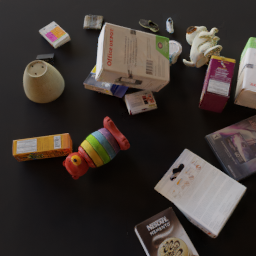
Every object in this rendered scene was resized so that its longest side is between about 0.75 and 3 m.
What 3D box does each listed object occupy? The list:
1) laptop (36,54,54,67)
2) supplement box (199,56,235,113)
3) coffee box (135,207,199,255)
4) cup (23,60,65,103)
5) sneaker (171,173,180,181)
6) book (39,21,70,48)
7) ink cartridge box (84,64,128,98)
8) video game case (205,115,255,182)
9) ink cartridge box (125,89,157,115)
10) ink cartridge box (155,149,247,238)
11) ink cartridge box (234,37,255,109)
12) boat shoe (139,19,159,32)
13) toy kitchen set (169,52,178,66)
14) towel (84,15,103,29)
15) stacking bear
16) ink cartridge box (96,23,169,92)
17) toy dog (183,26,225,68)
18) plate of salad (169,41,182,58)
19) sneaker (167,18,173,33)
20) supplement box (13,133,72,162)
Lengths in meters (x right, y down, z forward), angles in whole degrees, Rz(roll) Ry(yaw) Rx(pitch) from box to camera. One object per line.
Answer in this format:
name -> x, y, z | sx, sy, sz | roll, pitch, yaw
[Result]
laptop -> -3.899, -3.137, 13.282 | 0.791, 0.490, 0.845 | -6, 92, -3
supplement box -> 3.786, -1.868, 11.927 | 1.023, 1.297, 1.982 | 15, 65, 9
coffee box -> 1.390, 4.078, 9.104 | 1.406, 0.993, 2.488 | -25, 66, -12
cup -> -3.765, -2.157, 12.099 | 1.780, 1.273, 1.780 | 0, 64, 1
sneaker -> 2.242, 1.951, 10.510 | 1.152, 0.433, 0.662 | -15, 65, -2
book -> -3.653, -4.637, 13.898 | 0.913, 0.329, 1.367 | -38, 68, -15
ink cartridge box -> -0.735, -2.321, 12.452 | 1.866, 0.439, 1.844 | 16, 59, 22
video game case -> 4.898, 0.696, 11.223 | 2.945, 0.279, 2.104 | -22, 65, -10
ink cartridge box -> 0.558, -1.012, 11.952 | 1.161, 0.487, 1.019 | -14, 64, -7
ink cartridge box -> 2.610, 2.328, 10.284 | 2.620, 0.657, 2.125 | 34, 68, 23
ink cartridge box -> 6.011, -2.260, 12.154 | 2.153, 1.243, 2.960 | 16, 64, 8
boat shoe -> 1.078, -5.273, 14.169 | 1.137, 0.374, 0.406 | 33, 68, 16
toy kitchen set -> 1.712, -3.240, 13.044 | 0.936, 0.552, 0.750 | -39, 69, -18
towel -> -1.781, -5.456, 14.382 | 0.912, 0.164, 0.947 | 4, 63, 2
stacking bear -> -1.290, 0.910, 10.526 | 2.347, 1.335, 1.425 | -36, 78, -13
ink cartridge box -> 0.196, -2.904, 11.810 | 2.901, 1.219, 2.110 | 8, 74, -18
toy dog -> 3.411, -3.855, 13.080 | 1.908, 1.373, 1.968 | -26, 62, 27
plate of salad -> 2.092, -3.777, 13.494 | 0.992, 0.238, 0.992 | -1, 69, 4
sneaker -> 2.127, -5.176, 14.155 | 0.323, 0.326, 0.900 | -3, 65, -3
supplement box -> -3.304, 0.770, 10.926 | 2.143, 0.713, 0.737 | -6, 62, -3
